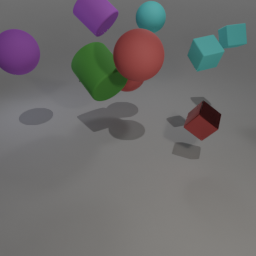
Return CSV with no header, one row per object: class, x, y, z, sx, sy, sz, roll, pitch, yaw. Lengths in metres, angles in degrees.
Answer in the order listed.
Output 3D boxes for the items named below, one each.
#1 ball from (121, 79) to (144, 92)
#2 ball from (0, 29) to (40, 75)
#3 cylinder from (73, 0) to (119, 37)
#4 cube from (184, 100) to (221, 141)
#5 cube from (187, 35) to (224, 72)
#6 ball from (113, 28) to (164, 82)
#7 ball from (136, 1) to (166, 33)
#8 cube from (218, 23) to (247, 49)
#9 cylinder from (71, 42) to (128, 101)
ball,-0.034,-2.049,10.380,1.400,1.400,1.400,0,30,0
ball,-3.506,-2.384,8.841,1.400,1.400,1.400,0,30,0
cylinder,-1.360,-4.886,11.889,1.400,1.400,1.400,44,37,-2
cube,2.139,-0.206,8.036,0.700,0.700,0.700,36,47,-8
cube,2.307,-2.232,8.370,0.700,0.700,0.700,-15,63,-13
ball,0.292,-1.981,7.662,1.400,1.400,1.400,0,30,0
ball,1.055,-5.139,13.031,1.400,1.400,1.400,0,30,0
cube,3.690,-3.237,9.920,0.700,0.700,0.700,-9,8,-5
cylinder,-0.935,-1.850,9.266,1.400,1.400,1.400,-23,66,-34
